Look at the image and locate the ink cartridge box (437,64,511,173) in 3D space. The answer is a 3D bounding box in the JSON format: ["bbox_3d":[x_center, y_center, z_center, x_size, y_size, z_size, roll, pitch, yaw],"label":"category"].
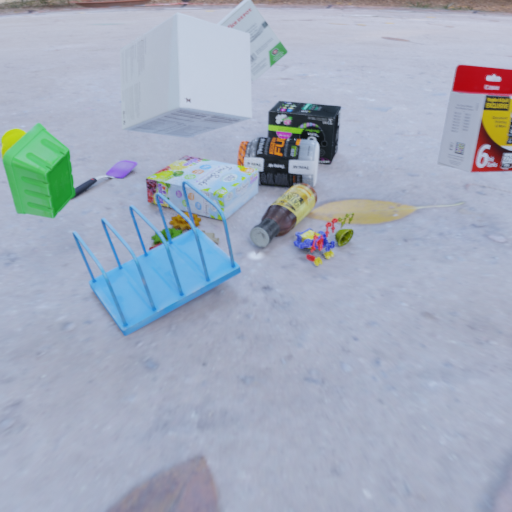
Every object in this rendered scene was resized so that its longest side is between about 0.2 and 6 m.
[{"bbox_3d":[3.944,-2.187,8.981,1.797,1.578,0.753,-6,21,-27],"label":"ink cartridge box"}]

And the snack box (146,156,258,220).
[{"bbox_3d":[-1.281,-1.717,13.699,2.159,0.730,1.820,15,34,21],"label":"snack box"}]

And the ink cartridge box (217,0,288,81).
[{"bbox_3d":[-0.135,-4.507,11.693,0.972,1.326,0.551,-37,28,9],"label":"ink cartridge box"}]

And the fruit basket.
[{"bbox_3d":[-3.494,-1.386,8.543,1.427,1.427,1.030,13,51,21],"label":"fruit basket"}]

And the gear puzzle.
[{"bbox_3d":[-1.513,-0.297,11.678,1.452,0.367,2.804,0,31,1],"label":"gear puzzle"}]

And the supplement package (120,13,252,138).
[{"bbox_3d":[-1.097,-2.633,8.530,1.294,1.304,1.718,-2,1,-40],"label":"supplement package"}]

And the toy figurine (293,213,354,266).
[{"bbox_3d":[1.261,-0.469,11.628,0.915,0.806,1.528,19,34,37],"label":"toy figurine"}]

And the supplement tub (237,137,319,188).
[{"bbox_3d":[0.575,-2.407,14.378,1.993,1.221,1.221,5,31,8],"label":"supplement tub"}]

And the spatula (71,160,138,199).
[{"bbox_3d":[-4.080,-1.999,14.645,0.671,0.244,2.375,16,35,27],"label":"spatula"}]

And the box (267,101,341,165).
[{"bbox_3d":[1.372,-3.569,16.106,1.900,1.411,1.181,9,32,14],"label":"box"}]

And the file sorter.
[{"bbox_3d":[-1.771,-0.086,9.839,2.348,1.441,1.630,-29,42,-21],"label":"file sorter"}]

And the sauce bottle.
[{"bbox_3d":[0.618,-0.895,12.342,0.754,0.754,2.284,14,34,22],"label":"sauce bottle"}]
